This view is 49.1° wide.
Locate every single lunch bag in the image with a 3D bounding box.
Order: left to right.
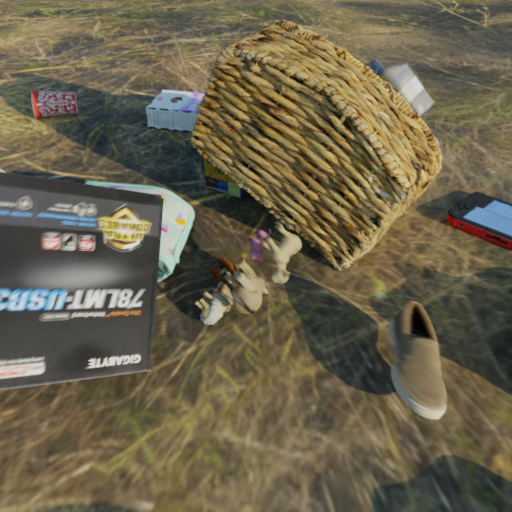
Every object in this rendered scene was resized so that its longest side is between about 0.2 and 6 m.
[{"bbox_3d":[-2.225,-0.360,9.702,2.108,1.285,1.796,8,37,5],"label":"lunch bag"}]

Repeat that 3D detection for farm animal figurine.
[{"bbox_3d":[-0.027,0.361,8.926,1.648,0.859,1.630,-31,20,33],"label":"farm animal figurine"}]

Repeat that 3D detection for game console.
[{"bbox_3d":[4.820,-0.724,11.074,1.719,0.267,1.520,29,46,33],"label":"game console"}]

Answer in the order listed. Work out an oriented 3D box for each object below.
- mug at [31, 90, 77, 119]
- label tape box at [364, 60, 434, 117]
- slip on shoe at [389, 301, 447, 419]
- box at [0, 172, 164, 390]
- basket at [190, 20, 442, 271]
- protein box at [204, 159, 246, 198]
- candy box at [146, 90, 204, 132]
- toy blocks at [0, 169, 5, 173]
[{"bbox_3d":[-5.543,-4.247,15.442,1.116,0.744,0.990,-6,39,-13],"label":"mug"},{"bbox_3d":[2.483,-3.049,10.051,0.403,1.273,0.918,-43,13,-4],"label":"label tape box"},{"bbox_3d":[2.227,1.357,7.621,0.677,0.540,1.782,16,36,-5],"label":"slip on shoe"},{"bbox_3d":[-2.412,0.325,7.100,0.623,2.491,2.509,2,-2,45],"label":"box"},{"bbox_3d":[1.379,-2.396,10.152,4.043,2.886,3.012,41,49,11],"label":"basket"},{"bbox_3d":[-0.421,-2.206,12.179,0.881,1.306,1.297,18,40,22],"label":"protein box"},{"bbox_3d":[-1.944,-3.901,15.065,1.653,0.591,1.387,8,37,9],"label":"candy box"},{"bbox_3d":[-4.954,0.330,7.497,3.160,2.954,2.660,18,43,21],"label":"toy blocks"}]
